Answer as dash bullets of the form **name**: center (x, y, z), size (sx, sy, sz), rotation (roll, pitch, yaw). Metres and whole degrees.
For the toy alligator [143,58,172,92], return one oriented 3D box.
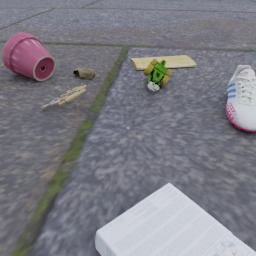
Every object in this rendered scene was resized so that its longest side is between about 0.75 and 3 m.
- **toy alligator**: center (0.869, -1.644, 9.277), size (0.820, 0.595, 2.475), rotation (36, 35, -4)

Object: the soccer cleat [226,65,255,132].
- **soccer cleat**: center (3.161, -0.920, 7.625), size (0.913, 1.129, 2.615), rotation (6, 33, 9)

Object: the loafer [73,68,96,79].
- **loafer**: center (-1.573, -1.933, 10.000), size (0.982, 0.374, 0.331), rotation (11, 33, 36)

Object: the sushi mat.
- **sushi mat**: center (1.419, -2.640, 11.292), size (2.461, 0.149, 1.178), rotation (-5, 32, -8)

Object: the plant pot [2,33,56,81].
- **plant pot**: center (-3.347, -2.367, 9.813), size (1.337, 1.494, 1.494), rotation (35, 44, 20)

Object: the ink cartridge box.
- **ink cartridge box**: center (0.718, 1.811, 3.971), size (1.589, 0.558, 1.955), rotation (-24, 47, -33)

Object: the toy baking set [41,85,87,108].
- **toy baking set**: center (-1.784, -0.842, 7.973), size (1.346, 0.157, 1.033), rotation (-36, 23, -22)
